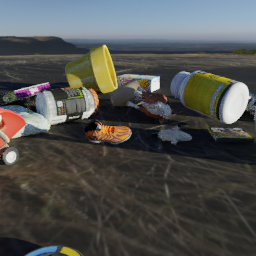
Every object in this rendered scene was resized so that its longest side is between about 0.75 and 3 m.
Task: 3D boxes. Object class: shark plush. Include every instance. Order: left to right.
[{"bbox_3d":[1.153,0.271,7.906,1.216,0.553,0.507,-12,-13,37],"label":"shark plush"}]

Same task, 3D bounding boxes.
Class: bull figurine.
[{"bbox_3d":[0.844,-0.884,10.113,1.509,0.810,2.486,25,13,5],"label":"bull figurine"}]

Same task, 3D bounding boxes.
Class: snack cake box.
[{"bbox_3d":[0.566,-2.531,15.618,2.119,0.712,1.219,9,21,25],"label":"snack cake box"}]

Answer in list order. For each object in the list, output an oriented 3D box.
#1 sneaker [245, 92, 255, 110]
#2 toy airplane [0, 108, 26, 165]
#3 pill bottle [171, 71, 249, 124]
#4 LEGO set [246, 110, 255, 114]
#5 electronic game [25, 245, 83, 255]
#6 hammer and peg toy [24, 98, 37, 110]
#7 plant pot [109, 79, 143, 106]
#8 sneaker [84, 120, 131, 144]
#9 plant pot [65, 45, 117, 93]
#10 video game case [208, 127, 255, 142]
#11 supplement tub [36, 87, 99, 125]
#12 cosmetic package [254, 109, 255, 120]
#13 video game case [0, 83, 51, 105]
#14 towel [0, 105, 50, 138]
[{"bbox_3d":[4.439,-1.257,10.857,2.530,1.069,0.948,-5,16,-4],"label":"sneaker"},{"bbox_3d":[-3.631,0.126,5.498,2.725,1.923,2.713,-3,19,-8],"label":"toy airplane"},{"bbox_3d":[2.600,-1.138,9.329,1.342,1.342,2.395,-13,30,-36],"label":"pill bottle"},{"bbox_3d":[5.272,-0.625,10.709,1.184,0.290,0.884,-14,20,-5],"label":"LEGO set"},{"bbox_3d":[-0.948,1.741,3.315,0.947,0.197,0.947,0,18,0],"label":"electronic game"},{"bbox_3d":[-3.335,-1.020,11.317,1.412,0.498,1.039,6,19,18],"label":"hammer and peg toy"},{"bbox_3d":[-0.131,-1.354,11.732,1.186,1.111,1.111,-19,22,-10],"label":"plant pot"},{"bbox_3d":[-0.564,0.089,7.292,1.230,0.689,0.477,-7,61,11],"label":"sneaker"},{"bbox_3d":[-1.907,-2.815,14.318,2.208,2.347,2.347,-13,17,7],"label":"plant pot"},{"bbox_3d":[2.982,0.196,8.178,1.052,0.134,0.950,1,18,1],"label":"video game case"},{"bbox_3d":[-2.043,-0.793,9.558,1.902,1.166,1.166,-12,21,-33],"label":"supplement tub"},{"bbox_3d":[5.336,-0.689,9.895,1.828,0.754,0.463,-8,19,-22],"label":"cosmetic package"},{"bbox_3d":[-4.627,-1.350,11.688,1.950,0.385,2.151,-11,13,23],"label":"video game case"},{"bbox_3d":[-3.867,-0.195,8.672,2.041,0.574,2.384,-15,24,-37],"label":"towel"}]
